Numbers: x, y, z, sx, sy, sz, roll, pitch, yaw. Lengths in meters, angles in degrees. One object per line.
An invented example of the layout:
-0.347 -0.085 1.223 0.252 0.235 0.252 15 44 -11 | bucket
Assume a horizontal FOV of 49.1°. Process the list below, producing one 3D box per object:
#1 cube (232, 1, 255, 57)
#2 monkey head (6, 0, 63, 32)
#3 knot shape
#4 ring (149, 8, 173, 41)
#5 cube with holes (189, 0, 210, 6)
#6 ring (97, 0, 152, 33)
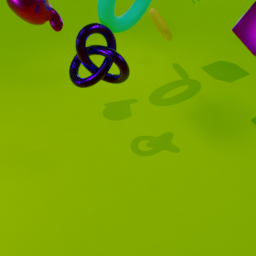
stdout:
3.018 -2.171 6.079 0.871 0.871 0.871 -13 62 -37 | cube
-2.053 -2.939 6.186 1.185 1.647 0.992 -45 35 16 | monkey head
-0.693 -1.325 5.696 1.235 1.320 0.610 -29 13 17 | knot shape
1.103 -3.479 9.477 0.248 1.238 1.238 -34 44 11 | ring
2.113 -4.430 8.199 1.049 1.049 1.049 33 8 -17 | cube with holes
0.020 -3.425 7.212 0.417 2.086 2.086 40 54 17 | ring
